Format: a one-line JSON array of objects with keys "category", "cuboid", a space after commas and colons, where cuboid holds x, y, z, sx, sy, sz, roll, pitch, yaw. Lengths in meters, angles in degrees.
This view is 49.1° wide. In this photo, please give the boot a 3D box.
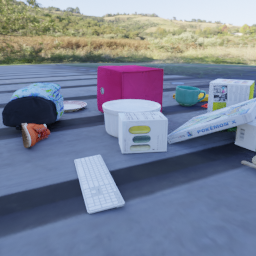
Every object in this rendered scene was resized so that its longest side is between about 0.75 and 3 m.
[{"category": "boot", "cuboid": [-3.064, 0.181, 9.353, 0.934, 0.653, 1.741, 0, 15, -20]}]

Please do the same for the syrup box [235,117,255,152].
[{"category": "syrup box", "cuboid": [4.576, 0.109, 9.177, 2.073, 0.816, 0.844, -9, 19, -28]}]

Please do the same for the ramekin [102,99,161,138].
[{"category": "ramekin", "cuboid": [0.130, -0.364, 10.377, 2.137, 1.042, 2.137, 0, 17, 0]}]

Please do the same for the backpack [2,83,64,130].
[{"category": "backpack", "cuboid": [-3.574, -0.950, 11.432, 2.134, 2.011, 2.616, -4, 2, 7]}]

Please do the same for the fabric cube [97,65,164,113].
[{"category": "fabric cube", "cuboid": [0.057, -1.671, 12.807, 2.232, 2.189, 2.224, -9, 21, -31]}]

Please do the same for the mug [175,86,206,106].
[{"category": "mug", "cuboid": [3.238, -1.662, 14.887, 1.480, 0.915, 1.216, 18, 22, 31]}]

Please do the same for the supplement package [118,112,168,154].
[{"category": "supplement package", "cuboid": [0.434, 0.118, 8.750, 1.375, 1.043, 1.036, -2, 17, -8]}]

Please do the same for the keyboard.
[{"category": "keyboard", "cuboid": [-0.784, 1.210, 6.698, 0.753, 0.143, 2.676, -5, 17, -15]}]

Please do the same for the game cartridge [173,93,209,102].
[{"category": "game cartridge", "cuboid": [3.928, -1.824, 16.639, 1.924, 0.312, 1.696, -6, 17, -27]}]

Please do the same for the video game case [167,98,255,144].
[{"category": "video game case", "cuboid": [3.068, -0.312, 9.627, 2.700, 0.326, 2.962, -19, 4, 34]}]

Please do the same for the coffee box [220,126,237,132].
[{"category": "coffee box", "cuboid": [3.791, -0.134, 10.960, 0.749, 0.268, 1.218, -2, 17, -6]}]

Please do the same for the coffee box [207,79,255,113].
[{"category": "coffee box", "cuboid": [4.453, -1.199, 12.098, 1.624, 1.642, 1.640, 9, 19, 27]}]

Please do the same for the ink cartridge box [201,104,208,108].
[{"category": "ink cartridge box", "cuboid": [4.504, -1.230, 14.645, 1.093, 0.258, 0.875, 14, 21, 34]}]

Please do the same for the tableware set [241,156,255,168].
[{"category": "tableware set", "cuboid": [3.969, 1.061, 6.778, 1.384, 0.419, 2.093, -18, 15, -16]}]

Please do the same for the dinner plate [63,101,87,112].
[{"category": "dinner plate", "cuboid": [-3.100, -1.084, 14.193, 2.033, 0.246, 2.033, 0, 16, 0]}]
